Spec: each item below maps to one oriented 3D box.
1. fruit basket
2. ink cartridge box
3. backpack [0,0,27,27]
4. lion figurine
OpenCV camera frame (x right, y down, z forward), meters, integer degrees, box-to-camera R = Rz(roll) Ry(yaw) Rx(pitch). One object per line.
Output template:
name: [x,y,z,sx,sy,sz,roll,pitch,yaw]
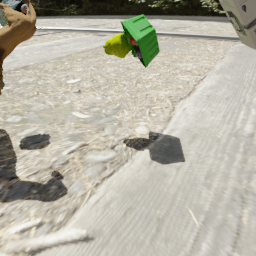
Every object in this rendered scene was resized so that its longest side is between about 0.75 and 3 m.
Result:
fruit basket: [0.064,-2.191,7.468,1.426,1.426,1.028,-19,65,-33]
ink cartridge box: [3.172,-3.105,6.804,1.400,1.924,0.808,-40,35,11]
backpack: [-3.219,-3.107,7.729,0.620,0.732,0.824,19,71,2]
lion figurine: [-2.634,-1.836,5.966,1.478,2.414,0.875,45,10,33]
